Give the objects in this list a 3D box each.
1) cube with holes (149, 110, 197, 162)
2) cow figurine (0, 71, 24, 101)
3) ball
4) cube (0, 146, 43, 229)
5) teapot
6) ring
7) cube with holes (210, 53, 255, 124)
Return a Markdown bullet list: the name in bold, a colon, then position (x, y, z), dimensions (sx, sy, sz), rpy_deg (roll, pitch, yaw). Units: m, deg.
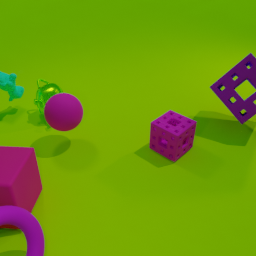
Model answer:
- **cube with holes**: position (1.155, 0.188, 7.300), dimensions (0.836, 0.836, 0.836), rpy_deg (29, 45, 34)
- **cow figurine**: position (-3.738, -1.308, 8.598), dimensions (1.076, 1.058, 0.590), rpy_deg (22, 62, -22)
- **ball**: position (-1.662, -0.407, 7.260), dimensions (0.996, 0.996, 0.996), rpy_deg (0, 35, 0)
- **cube**: position (-2.553, 1.159, 5.640), dimensions (1.168, 1.168, 1.168), rpy_deg (2, 31, 4)
- **teapot**: position (-2.429, -0.780, 8.554), dimensions (0.837, 1.062, 1.709), rpy_deg (-10, 72, -33)
- **ring**: position (-1.922, 1.939, 4.310), dimensions (0.287, 1.435, 1.435), rpy_deg (-12, 24, 38)
- **cube with holes**: position (3.334, -1.084, 7.925), dimensions (1.328, 1.328, 1.328), rpy_deg (52, 21, 9)
